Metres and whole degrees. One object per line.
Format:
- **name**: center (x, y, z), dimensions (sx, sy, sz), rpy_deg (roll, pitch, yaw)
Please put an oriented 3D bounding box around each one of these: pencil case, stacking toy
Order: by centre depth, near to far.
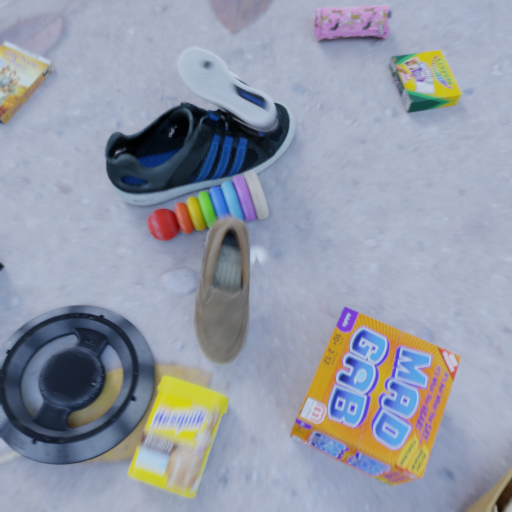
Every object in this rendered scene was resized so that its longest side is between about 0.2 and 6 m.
- **stacking toy**: center (-0.837, -0.730, 9.326), dimensions (1.975, 0.843, 0.843), rpy_deg (-19, 66, -1)
- **pencil case**: center (1.911, -4.679, 11.273), dimensions (1.546, 0.669, 0.640), rpy_deg (-2, 107, -1)

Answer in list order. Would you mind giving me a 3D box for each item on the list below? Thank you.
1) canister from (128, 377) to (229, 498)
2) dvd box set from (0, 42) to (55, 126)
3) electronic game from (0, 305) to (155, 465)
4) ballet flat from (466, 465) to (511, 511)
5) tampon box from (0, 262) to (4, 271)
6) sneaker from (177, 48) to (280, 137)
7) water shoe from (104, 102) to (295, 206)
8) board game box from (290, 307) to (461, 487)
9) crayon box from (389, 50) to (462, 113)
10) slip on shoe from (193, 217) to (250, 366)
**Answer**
- **canister**: center (-1.079, 2.527, 7.843), dimensions (1.030, 0.600, 1.387), rpy_deg (16, 67, 7)
- **dvd box set**: center (-4.862, -3.357, 10.846), dimensions (1.170, 0.235, 1.599), rpy_deg (26, 67, 11)
- **electronic game**: center (-2.692, 1.815, 8.217), dimensions (2.380, 0.495, 2.380), rpy_deg (3, 59, -6)
- **ballet flat**: center (3.889, 3.002, 7.429), dimensions (2.888, 0.910, 0.991), rpy_deg (-41, 73, -18)
- **tampon box**: center (-4.972, 0.073, 8.872), dimensions (1.331, 0.840, 0.997), rpy_deg (27, 67, 12)
- **sneaker**: center (-0.439, -2.545, 9.130), dimensions (1.880, 1.051, 0.687), rpy_deg (40, 90, 14)
- **water shoe**: center (-0.812, -1.931, 9.488), dimensions (3.508, 1.384, 1.254), rpy_deg (-27, 68, -15)
- **board game box**: center (1.522, 1.939, 7.549), dimensions (1.601, 1.602, 1.600), rpy_deg (23, 67, 11)
- **crayon box**: center (3.241, -3.377, 10.794), dimensions (1.020, 0.344, 1.182), rpy_deg (-11, 65, -5)
- **slip on shoe**: center (-0.443, 0.546, 8.141), dimensions (0.845, 0.674, 2.223), rpy_deg (7, 94, -9)
